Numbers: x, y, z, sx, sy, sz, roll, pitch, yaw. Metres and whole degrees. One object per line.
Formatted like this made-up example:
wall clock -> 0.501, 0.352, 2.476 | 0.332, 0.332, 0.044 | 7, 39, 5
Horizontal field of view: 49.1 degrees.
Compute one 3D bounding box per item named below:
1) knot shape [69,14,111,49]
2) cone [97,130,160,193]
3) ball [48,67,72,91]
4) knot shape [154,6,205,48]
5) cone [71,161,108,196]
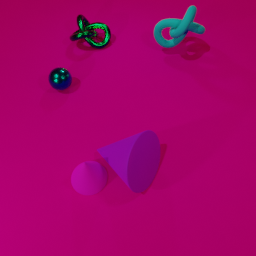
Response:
knot shape -> -1.528, -3.777, 10.818 | 1.579, 0.729, 1.477 | -7, 55, -25
cone -> -0.230, 0.763, 7.798 | 1.677, 1.671, 1.671 | 10, 54, 34
ball -> -2.285, -1.654, 9.452 | 0.785, 0.785, 0.785 | 0, 57, 0
knot shape -> 1.740, -3.461, 9.855 | 1.696, 1.813, 0.838 | -19, 89, 24
cone -> -1.092, 1.138, 7.490 | 1.035, 1.039, 1.035 | 0, 58, 0
